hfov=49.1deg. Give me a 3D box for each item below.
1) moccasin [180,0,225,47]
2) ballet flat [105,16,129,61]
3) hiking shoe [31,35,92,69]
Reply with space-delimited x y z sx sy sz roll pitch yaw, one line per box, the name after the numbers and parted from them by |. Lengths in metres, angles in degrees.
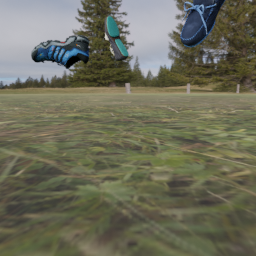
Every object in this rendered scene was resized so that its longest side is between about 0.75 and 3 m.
2.041 -3.397 7.719 0.957 2.377 0.811 20 -10 36 | moccasin
-0.600 -3.584 11.457 0.688 1.883 0.688 -24 -2 -1 | ballet flat
-2.235 -2.360 9.127 2.100 0.910 0.781 -10 -6 18 | hiking shoe
